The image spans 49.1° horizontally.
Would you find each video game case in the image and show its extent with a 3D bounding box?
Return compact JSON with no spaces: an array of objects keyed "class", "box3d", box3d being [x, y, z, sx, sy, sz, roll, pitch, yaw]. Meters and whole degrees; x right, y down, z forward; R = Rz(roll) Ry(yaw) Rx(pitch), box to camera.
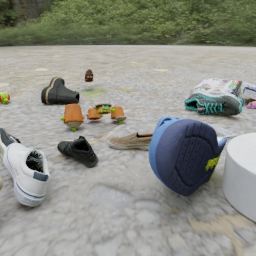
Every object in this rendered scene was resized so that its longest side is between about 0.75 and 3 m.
[{"class":"video game case","box3d":[2.337,0.132,7.712,0.850,0.107,0.934,-8,22,-22]}]

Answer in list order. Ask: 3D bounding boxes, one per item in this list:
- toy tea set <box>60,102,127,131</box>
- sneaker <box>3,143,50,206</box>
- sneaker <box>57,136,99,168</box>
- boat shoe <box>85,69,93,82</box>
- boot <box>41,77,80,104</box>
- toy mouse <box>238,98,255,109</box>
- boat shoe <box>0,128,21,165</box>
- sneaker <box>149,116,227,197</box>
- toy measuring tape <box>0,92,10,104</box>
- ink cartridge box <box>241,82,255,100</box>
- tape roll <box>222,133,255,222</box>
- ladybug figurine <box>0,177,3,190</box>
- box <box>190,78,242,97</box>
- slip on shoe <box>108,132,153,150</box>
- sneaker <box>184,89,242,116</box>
[{"class":"toy tea set","box3d":[-1.021,-0.273,8.345,2.000,0.740,1.189,-4,-9,-3]},{"class":"sneaker","box3d":[-1.800,0.658,5.168,0.672,0.652,1.841,27,8,-40]},{"class":"sneaker","box3d":[-1.159,0.390,6.054,1.133,0.649,0.433,21,51,37]},{"class":"boat shoe","box3d":[-1.797,-2.414,13.020,0.408,0.408,1.160,-4,-4,-16]},{"class":"boot","box3d":[-2.488,-1.446,11.329,1.412,0.791,2.041,6,33,2]},{"class":"toy mouse","box3d":[4.448,-0.932,10.420,1.175,0.256,1.322,-10,22,-26]},{"class":"boat shoe","box3d":[-2.738,0.392,6.444,0.490,0.520,1.448,-8,26,-32]},{"class":"sneaker","box3d":[0.817,0.352,4.639,1.192,1.072,2.899,26,3,25]},{"class":"toy measuring tape","box3d":[-4.955,-1.241,11.031,0.459,0.459,1.248,-14,24,-34]},{"class":"ink cartridge box","box3d":[5.173,-1.286,10.785,1.508,0.327,1.494,22,25,10]},{"class":"tape roll","box3d":[2.806,0.830,4.723,2.310,0.808,2.310,0,20,0]},{"class":"ladybug figurine","box3d":[-3.114,0.875,3.760,2.621,0.943,1.779,4,62,-21]},{"class":"box","box3d":[3.777,-1.566,11.781,1.628,0.513,2.957,10,22,25]},{"class":"slip on shoe","box3d":[0.166,0.287,6.829,1.333,0.404,0.507,5,20,14]},{"class":"sneaker","box3d":[2.768,-0.718,9.392,0.952,0.809,2.086,-30,28,-27]}]
